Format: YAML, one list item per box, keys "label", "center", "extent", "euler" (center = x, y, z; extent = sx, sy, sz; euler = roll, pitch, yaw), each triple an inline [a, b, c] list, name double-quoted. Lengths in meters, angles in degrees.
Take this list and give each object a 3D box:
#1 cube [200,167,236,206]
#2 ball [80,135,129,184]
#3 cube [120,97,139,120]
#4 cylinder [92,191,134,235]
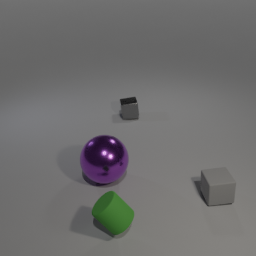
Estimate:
- label: "cube"
  center: [2.390, 1.555, 7.497]
  extent: [0.700, 0.700, 0.700]
  euler: [-7, 27, -2]
- label: "ball"
  center: [-0.677, 0.894, 8.061]
  extent: [1.400, 1.400, 1.400]
  euler: [0, 29, 0]
- label: "cube"
  center: [0.060, -0.832, 11.831]
  extent: [0.700, 0.700, 0.700]
  euler: [-9, 29, -2]
- label: "cylinder"
  center: [-0.335, 1.903, 6.312]
  extent: [0.700, 0.700, 0.700]
  euler: [-38, 17, 14]
